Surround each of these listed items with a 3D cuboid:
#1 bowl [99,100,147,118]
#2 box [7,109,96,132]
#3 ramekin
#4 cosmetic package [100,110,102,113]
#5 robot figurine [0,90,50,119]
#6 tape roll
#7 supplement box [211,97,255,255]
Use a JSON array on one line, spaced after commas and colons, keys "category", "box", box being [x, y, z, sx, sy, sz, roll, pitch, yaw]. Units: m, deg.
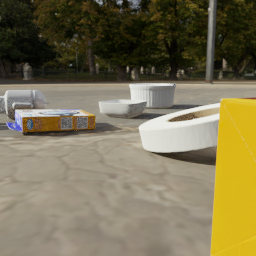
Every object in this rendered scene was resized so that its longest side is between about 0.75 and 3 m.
[{"category": "bowl", "box": [-0.171, -0.742, 10.590, 1.553, 0.580, 1.555, 5, 13, 25]}, {"category": "box", "box": [-2.228, -0.248, 8.039, 2.278, 0.472, 1.356, 0, 11, -29]}, {"category": "ramekin", "box": [1.196, -1.586, 13.626, 2.235, 1.089, 2.235, -1, 11, 0]}, {"category": "cosmetic package", "box": [-0.678, -0.847, 11.759, 0.494, 0.349, 0.954, 8, 12, 36]}, {"category": "robot figurine", "box": [-3.727, -0.853, 10.033, 1.774, 1.002, 1.504, -3, 14, -17]}, {"category": "tape roll", "box": [1.534, -0.088, 5.871, 2.631, 0.481, 2.631, -13, 7, 2]}, {"category": "supplement box", "box": [1.506, 0.469, 2.106, 1.387, 1.368, 0.921, -5, 12, -22]}]
